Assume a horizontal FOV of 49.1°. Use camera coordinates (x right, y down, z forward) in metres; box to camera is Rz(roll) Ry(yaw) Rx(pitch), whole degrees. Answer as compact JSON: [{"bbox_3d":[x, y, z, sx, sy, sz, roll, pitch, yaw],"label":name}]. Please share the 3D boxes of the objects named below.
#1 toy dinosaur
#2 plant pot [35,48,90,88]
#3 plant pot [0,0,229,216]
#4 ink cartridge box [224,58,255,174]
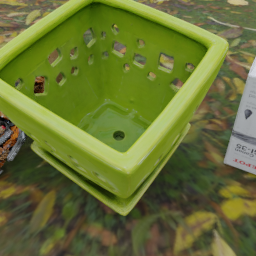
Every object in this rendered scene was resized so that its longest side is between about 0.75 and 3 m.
[{"bbox_3d":[-2.496,-0.319,6.058,2.007,1.511,2.958,28,65,39],"label":"toy dinosaur"},{"bbox_3d":[-1.720,-1.375,7.274,1.476,1.584,1.476,36,21,-16],"label":"plant pot"},{"bbox_3d":[-0.310,-0.338,5.122,2.868,2.602,2.854,30,60,20],"label":"plant pot"},{"bbox_3d":[2.982,-0.058,5.308,1.734,2.366,0.980,20,49,24],"label":"ink cartridge box"}]
